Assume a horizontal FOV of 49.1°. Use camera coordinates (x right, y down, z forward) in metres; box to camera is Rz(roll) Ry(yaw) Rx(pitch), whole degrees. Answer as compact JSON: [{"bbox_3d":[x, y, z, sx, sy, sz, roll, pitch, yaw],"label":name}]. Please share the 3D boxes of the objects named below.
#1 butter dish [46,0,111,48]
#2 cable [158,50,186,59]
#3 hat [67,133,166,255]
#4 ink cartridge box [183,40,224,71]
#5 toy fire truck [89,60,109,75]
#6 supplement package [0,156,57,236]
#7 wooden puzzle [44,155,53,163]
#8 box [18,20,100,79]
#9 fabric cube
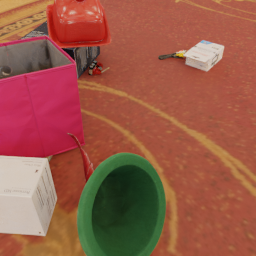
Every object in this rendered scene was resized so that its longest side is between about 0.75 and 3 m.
[{"bbox_3d":[-1.746,-4.137,9.938,2.241,1.657,2.235,-7,66,-15],"label":"butter dish"},{"bbox_3d":[2.235,-3.701,13.951,1.468,0.369,0.713,0,41,0],"label":"cable"},{"bbox_3d":[-0.737,1.855,7.238,2.617,2.462,2.973,-12,44,49],"label":"hat"},{"bbox_3d":[3.563,-3.388,13.334,1.184,0.693,2.042,27,48,28],"label":"ink cartridge box"},{"bbox_3d":[-1.270,-2.697,12.723,0.871,0.561,0.767,18,42,3],"label":"toy fire truck"},{"bbox_3d":[-2.995,1.626,6.774,2.101,1.636,1.165,3,41,2],"label":"supplement package"},{"bbox_3d":[-3.167,0.875,8.723,1.555,0.184,2.621,6,38,8],"label":"wooden puzzle"},{"bbox_3d":[-3.111,-3.767,13.162,2.848,1.483,2.593,13,44,14],"label":"box"},{"bbox_3d":[-3.197,-0.875,8.604,2.827,2.818,2.773,-19,41,-24],"label":"fabric cube"}]
